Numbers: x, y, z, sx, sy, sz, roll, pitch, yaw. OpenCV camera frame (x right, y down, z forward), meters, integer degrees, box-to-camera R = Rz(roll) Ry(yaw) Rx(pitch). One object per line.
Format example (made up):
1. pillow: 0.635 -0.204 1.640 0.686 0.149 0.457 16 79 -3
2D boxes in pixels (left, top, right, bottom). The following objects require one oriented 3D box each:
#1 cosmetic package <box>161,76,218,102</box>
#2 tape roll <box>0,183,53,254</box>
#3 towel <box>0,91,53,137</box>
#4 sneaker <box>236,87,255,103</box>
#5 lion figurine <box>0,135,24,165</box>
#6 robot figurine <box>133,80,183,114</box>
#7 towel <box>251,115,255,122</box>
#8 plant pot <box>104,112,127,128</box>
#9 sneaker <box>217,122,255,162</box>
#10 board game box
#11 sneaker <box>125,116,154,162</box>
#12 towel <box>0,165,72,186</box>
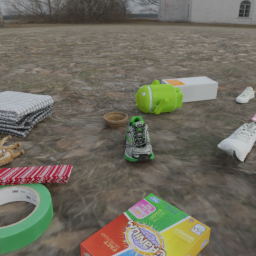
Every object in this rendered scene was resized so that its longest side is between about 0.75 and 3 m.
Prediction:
1. cosmetic package: 3.057 -1.942 14.124 2.527 0.900 1.282 -7 26 -16
2. tape roll: -2.767 1.966 6.499 1.964 0.472 1.964 -1 25 0
3. towel: -4.577 -0.632 11.221 2.641 1.130 2.186 7 25 18
4. sneaker: 5.827 -1.688 13.907 0.556 0.647 1.528 23 35 36
5. lion figurine: -4.047 0.745 9.086 0.993 0.588 1.622 -28 22 -31
6. robot figurine: 1.313 -1.299 12.388 2.152 1.245 1.888 -4 40 -9
7. towel: 5.679 -0.335 11.668 0.917 0.137 0.671 21 33 36
8. plant pot: -0.491 -0.272 11.188 0.947 0.437 0.947 -1 26 0
9. sneaker: 3.495 0.327 8.670 0.872 1.019 2.340 35 26 21
10. board game box: 0.393 2.355 5.722 1.655 0.436 2.163 23 34 39
11. sneaker: 0.288 0.349 9.249 0.920 1.004 2.357 -3 26 -7
12. towel: -2.629 1.291 7.696 2.096 0.236 1.516 -2 4 -8
